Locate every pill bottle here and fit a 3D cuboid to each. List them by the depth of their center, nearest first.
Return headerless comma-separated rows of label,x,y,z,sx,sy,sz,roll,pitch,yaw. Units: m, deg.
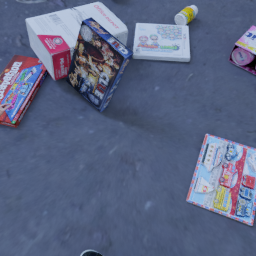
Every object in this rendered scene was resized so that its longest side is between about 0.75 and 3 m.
pill bottle,2.334,-4.457,11.093,0.546,0.546,0.968,36,62,21

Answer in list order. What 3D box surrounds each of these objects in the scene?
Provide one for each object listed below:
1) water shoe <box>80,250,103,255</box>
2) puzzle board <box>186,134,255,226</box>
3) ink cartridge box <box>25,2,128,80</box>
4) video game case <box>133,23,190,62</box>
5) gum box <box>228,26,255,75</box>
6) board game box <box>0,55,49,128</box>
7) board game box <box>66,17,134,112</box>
water shoe,-0.501,3.119,6.012,1.371,0.541,0.490,36,63,22
puzzle board,2.652,1.253,7.482,1.661,0.192,2.204,19,58,12
ink cartridge box,-1.705,-3.075,9.640,2.817,1.174,2.046,-25,60,-24
video game case,1.250,-3.226,10.447,2.041,0.242,1.857,4,56,3
gum box,4.887,-2.383,9.541,2.374,0.785,1.348,35,62,21
board game box,-3.677,-1.306,9.153,1.415,0.267,2.749,11,57,9
board game box,-0.907,-1.700,8.004,1.549,2.286,0.396,41,50,9
